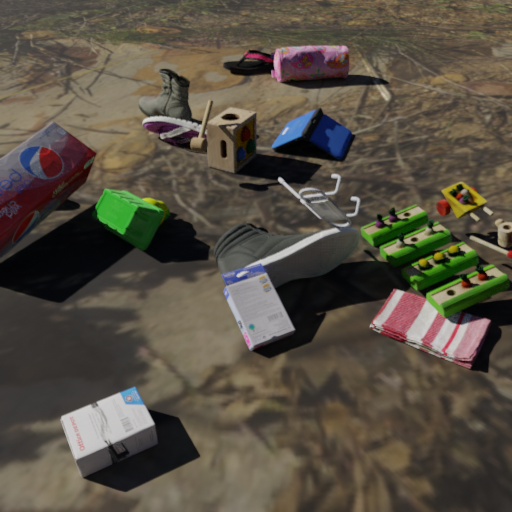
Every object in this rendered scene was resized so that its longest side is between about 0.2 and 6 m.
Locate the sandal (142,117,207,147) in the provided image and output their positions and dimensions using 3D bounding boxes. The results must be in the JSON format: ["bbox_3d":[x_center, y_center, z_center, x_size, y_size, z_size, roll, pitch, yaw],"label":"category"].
[{"bbox_3d":[-1.806,-2.868,13.280,2.066,0.840,0.508,12,78,15],"label":"sandal"}]

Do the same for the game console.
[{"bbox_3d":[1.365,-2.790,13.515,1.416,0.982,1.660,-18,25,31],"label":"game console"}]

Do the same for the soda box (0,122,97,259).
[{"bbox_3d":[-4.193,-1.086,9.858,1.076,0.974,3.073,36,45,-5],"label":"soda box"}]

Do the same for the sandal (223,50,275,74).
[{"bbox_3d":[0.255,-6.325,18.067,2.692,0.607,1.011,-5,36,-7],"label":"sandal"}]

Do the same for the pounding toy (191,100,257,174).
[{"bbox_3d":[-0.634,-2.571,12.031,0.785,1.507,1.716,17,39,22],"label":"pounding toy"}]

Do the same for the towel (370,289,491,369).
[{"bbox_3d":[2.557,0.996,8.198,1.497,0.170,1.078,20,38,26],"label":"towel"}]

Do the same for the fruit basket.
[{"bbox_3d":[-2.148,-0.686,10.192,1.295,0.934,1.295,28,0,0],"label":"fruit basket"}]

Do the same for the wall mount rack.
[{"bbox_3d":[0.992,-0.915,9.018,1.144,1.317,0.491,-1,66,35],"label":"wall mount rack"}]

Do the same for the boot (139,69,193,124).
[{"bbox_3d":[-2.314,-4.179,14.408,0.709,1.368,2.095,-29,45,-34],"label":"boot"}]

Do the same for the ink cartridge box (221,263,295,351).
[{"bbox_3d":[0.000,0.717,8.116,0.697,0.245,1.167,-17,70,-23],"label":"ink cartridge box"}]

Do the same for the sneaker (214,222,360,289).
[{"bbox_3d":[0.437,-0.195,9.230,2.504,0.885,1.242,-20,45,-19],"label":"sneaker"}]

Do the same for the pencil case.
[{"bbox_3d":[1.670,-5.876,17.153,2.344,1.025,1.025,-7,36,-7],"label":"pencil case"}]

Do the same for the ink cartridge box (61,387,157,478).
[{"bbox_3d":[-1.715,2.042,6.545,0.925,0.389,0.669,-18,39,-24],"label":"ink cartridge box"}]

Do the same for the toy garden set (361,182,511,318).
[{"bbox_3d":[3.255,-0.336,9.245,2.148,0.514,2.577,-23,36,-8],"label":"toy garden set"}]
